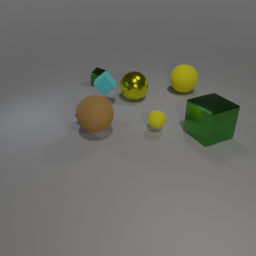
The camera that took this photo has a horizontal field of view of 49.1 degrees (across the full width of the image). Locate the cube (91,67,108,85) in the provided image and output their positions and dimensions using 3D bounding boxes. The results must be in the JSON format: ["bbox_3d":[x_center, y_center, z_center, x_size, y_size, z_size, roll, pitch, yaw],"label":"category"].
[{"bbox_3d":[-1.573,-2.769,15.281,0.700,0.700,0.700,20,46,11],"label":"cube"}]

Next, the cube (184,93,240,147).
[{"bbox_3d":[3.164,-0.356,10.763,1.400,1.400,1.400,-15,34,-23],"label":"cube"}]

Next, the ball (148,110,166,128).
[{"bbox_3d":[1.138,-0.346,11.070,0.700,0.700,0.700,0,31,0],"label":"ball"}]

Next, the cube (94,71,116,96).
[{"bbox_3d":[-1.038,-2.027,12.659,0.700,0.700,0.700,-35,24,19],"label":"cube"}]

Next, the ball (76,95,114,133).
[{"bbox_3d":[-1.229,-0.523,10.416,1.400,1.400,1.400,0,31,0],"label":"ball"}]

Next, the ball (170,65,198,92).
[{"bbox_3d":[2.859,-2.530,14.317,1.400,1.400,1.400,0,31,0],"label":"ball"}]

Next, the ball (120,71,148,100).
[{"bbox_3d":[0.294,-2.049,13.599,1.400,1.400,1.400,0,31,0],"label":"ball"}]
